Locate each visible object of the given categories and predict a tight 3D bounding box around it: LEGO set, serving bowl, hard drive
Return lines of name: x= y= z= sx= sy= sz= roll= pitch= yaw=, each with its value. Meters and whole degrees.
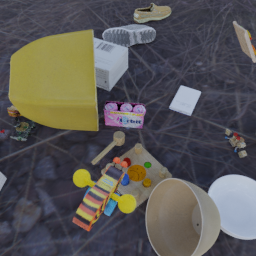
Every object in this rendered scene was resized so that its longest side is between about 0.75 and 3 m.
LEGO set: x=-3.919 y=0.163 z=9.978 sx=1.817 sy=0.515 sz=1.180 roll=-17 pitch=50 yaw=3
serving bowl: x=3.172 y=2.304 z=8.045 sx=1.878 sy=0.618 sz=1.878 roll=0 pitch=51 yaw=1
hard drive: x=2.274 y=-1.102 z=11.088 sx=0.867 sy=0.167 sz=1.314 roll=21 pitch=54 yaw=16

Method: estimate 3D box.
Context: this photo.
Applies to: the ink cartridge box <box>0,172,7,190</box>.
ink cartridge box: x=-4.930 y=2.107 z=7.725 sx=1.867 sy=1.095 sz=2.550 roll=13 pitch=58 yaw=11

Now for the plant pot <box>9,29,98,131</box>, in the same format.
plant pot: x=-2.361 y=-1.396 z=9.234 sx=2.650 sy=2.590 sz=2.573 roll=-3 pitch=73 yaw=-7

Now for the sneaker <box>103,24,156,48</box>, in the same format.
sneaker: x=0.005 y=-4.476 z=13.503 sx=2.530 sy=0.946 sz=1.038 roll=-6 pitch=37 yaw=-15

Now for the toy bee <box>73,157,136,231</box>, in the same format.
toy bee: x=-0.486 y=1.168 z=5.856 sx=1.333 sy=1.107 sz=2.036 roll=21 pitch=13 yaw=-11

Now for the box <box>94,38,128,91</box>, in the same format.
box: x=-1.107 y=-2.701 z=11.769 sx=1.708 sy=1.122 sz=1.717 roll=21 pitch=54 yaw=16

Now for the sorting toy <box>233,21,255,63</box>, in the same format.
sorting toy: x=3.840 y=-2.843 z=9.132 sx=0.225 sy=1.140 sz=1.231 roll=-25 pitch=33 yaw=18

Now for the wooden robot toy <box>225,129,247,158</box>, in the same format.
wooden robot toy: x=3.856 y=0.453 z=9.671 sx=0.523 sy=0.508 sz=1.152 roll=-8 pitch=51 yaw=-20

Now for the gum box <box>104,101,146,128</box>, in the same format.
gum box: x=-0.095 y=-0.476 z=10.152 sx=1.466 sy=0.832 sz=0.485 roll=5 pitch=51 yaw=4

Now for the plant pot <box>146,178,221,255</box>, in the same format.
plant pot: x=1.615 y=2.404 z=7.349 sx=1.363 sy=2.031 sz=2.031 roll=13 pitch=43 yaw=-33

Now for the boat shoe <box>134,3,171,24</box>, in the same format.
boat shoe: x=1.342 y=-6.149 z=14.741 sx=2.174 sy=0.828 sz=0.779 roll=-23 pitch=54 yaw=-17

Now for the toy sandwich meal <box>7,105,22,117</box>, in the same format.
toy sandwich meal: x=-3.925 y=-0.634 z=10.475 sx=1.063 sy=0.364 sz=1.063 roll=8 pitch=12 yaw=-2

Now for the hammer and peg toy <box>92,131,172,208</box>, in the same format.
hammer and peg toy: x=0.011 y=1.255 z=8.790 sx=1.675 sy=0.803 sz=2.278 roll=-35 pitch=59 yaw=-23
